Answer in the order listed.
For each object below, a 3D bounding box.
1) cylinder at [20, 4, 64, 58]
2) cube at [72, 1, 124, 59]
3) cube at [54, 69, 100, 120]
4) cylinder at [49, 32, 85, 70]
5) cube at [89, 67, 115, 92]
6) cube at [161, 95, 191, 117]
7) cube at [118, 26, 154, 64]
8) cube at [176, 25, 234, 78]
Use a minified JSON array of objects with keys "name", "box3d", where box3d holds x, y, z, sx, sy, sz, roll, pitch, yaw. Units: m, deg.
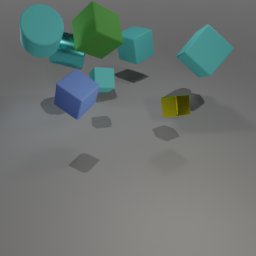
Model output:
[{"name":"cylinder","box3d":[-3.036,-3.344,9.819,1.400,1.400,1.400,-13,0,-21]},{"name":"cube","box3d":[-1.229,-3.844,11.208,1.400,1.400,1.400,-24,-21,40]},{"name":"cube","box3d":[-1.173,-0.764,6.398,0.700,0.700,0.700,34,51,7]},{"name":"cylinder","box3d":[-2.561,-3.355,12.081,1.400,1.400,1.400,10,28,-13]},{"name":"cube","box3d":[-0.912,-1.658,9.719,0.700,0.700,0.700,-1,-5,-23]},{"name":"cube","box3d":[1.647,-0.756,9.665,0.700,0.700,0.700,-9,6,-38]},{"name":"cube","box3d":[0.379,-4.440,14.962,1.400,1.400,1.400,27,51,38]},{"name":"cube","box3d":[3.059,-3.046,11.344,1.400,1.400,1.400,39,3,-8]}]
